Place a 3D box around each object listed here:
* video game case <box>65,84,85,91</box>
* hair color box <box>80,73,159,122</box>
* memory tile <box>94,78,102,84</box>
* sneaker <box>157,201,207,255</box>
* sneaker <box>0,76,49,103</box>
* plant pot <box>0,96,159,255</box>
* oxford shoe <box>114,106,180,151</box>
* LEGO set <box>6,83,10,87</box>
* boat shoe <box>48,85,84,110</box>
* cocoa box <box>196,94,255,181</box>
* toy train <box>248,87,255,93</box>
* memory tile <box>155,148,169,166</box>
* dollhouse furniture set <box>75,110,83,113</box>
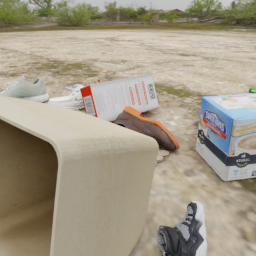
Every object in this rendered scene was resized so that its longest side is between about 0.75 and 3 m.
[{"bbox_3d":[-2.659,-2.072,14.491,0.837,0.109,0.919,-20,32,-36],"label":"video game case"},{"bbox_3d":[-0.249,-1.106,10.504,2.833,1.438,0.867,-17,8,-34],"label":"hair color box"},{"bbox_3d":[-0.838,-1.266,10.953,0.117,1.395,1.069,-28,37,43],"label":"memory tile"},{"bbox_3d":[0.975,1.850,5.173,0.837,0.555,1.471,6,27,8],"label":"sneaker"},{"bbox_3d":[-4.866,-1.645,12.181,2.643,1.216,1.001,-12,26,-25],"label":"sneaker"},{"bbox_3d":[-1.087,0.998,4.756,2.844,2.841,2.518,19,18,36],"label":"plant pot"},{"bbox_3d":[0.542,0.189,8.892,0.900,0.883,2.480,-46,48,-14],"label":"oxford shoe"},{"bbox_3d":[-5.319,-2.156,14.354,1.267,0.416,1.696,11,26,31],"label":"LEGO set"},{"bbox_3d":[-1.981,-1.337,11.787,2.786,0.966,0.986,-7,25,-15],"label":"boat shoe"},{"bbox_3d":[3.471,0.115,7.590,2.652,1.740,1.769,-4,25,-10],"label":"cocoa box"},{"bbox_3d":[6.446,-1.735,13.588,0.350,0.259,1.242,-32,38,-34],"label":"toy train"},{"bbox_3d":[0.429,0.748,8.196,1.336,0.112,1.024,16,29,33],"label":"memory tile"},{"bbox_3d":[-1.573,0.641,7.795,2.229,1.455,2.105,-7,-27,44],"label":"dollhouse furniture set"}]
